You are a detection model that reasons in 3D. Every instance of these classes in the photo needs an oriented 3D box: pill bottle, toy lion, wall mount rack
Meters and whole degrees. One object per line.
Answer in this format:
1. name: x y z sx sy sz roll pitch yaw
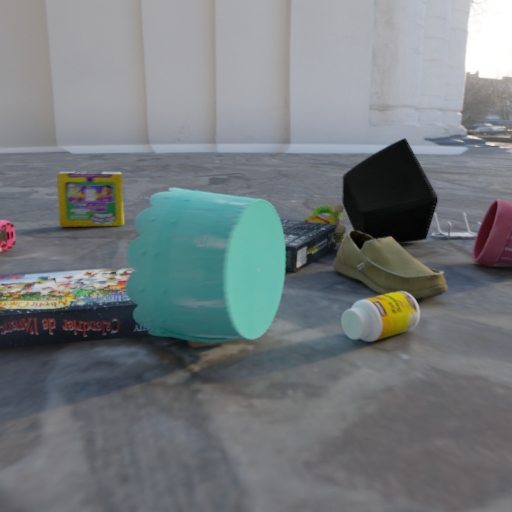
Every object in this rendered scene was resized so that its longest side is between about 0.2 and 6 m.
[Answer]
1. pill bottle: 1.656 0.822 7.519 1.023 0.559 0.559 -10 17 -32
2. toy lion: 1.531 -0.723 13.042 1.034 0.371 1.079 2 52 -1
3. wall mount rack: 4.861 -0.722 13.596 1.294 0.482 1.124 0 14 -2

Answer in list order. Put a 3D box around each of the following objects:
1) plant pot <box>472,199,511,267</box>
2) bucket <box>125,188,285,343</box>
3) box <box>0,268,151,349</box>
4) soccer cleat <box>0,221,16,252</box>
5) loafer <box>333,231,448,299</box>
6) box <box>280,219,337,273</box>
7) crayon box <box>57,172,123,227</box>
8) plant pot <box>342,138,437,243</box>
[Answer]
1. plant pot: 4.970 -0.309 10.782 1.157 1.293 1.293 20 19 10
2. bucket: -0.552 0.138 7.255 1.350 2.075 2.075 5 15 25
3. box: -2.637 0.689 8.143 2.646 0.499 1.807 -4 15 -14
4. soccer cleat: -5.701 -0.320 11.650 0.849 0.687 1.966 -1 15 -2
5. loafer: 2.213 0.120 9.670 0.930 0.825 2.446 -10 18 -33
6. box: 0.501 -0.283 11.730 1.745 0.565 2.213 9 17 27
7. crayon box: -4.294 -1.472 14.589 1.596 1.377 0.465 -1 14 -13
8. plant pot: 2.864 -1.267 12.615 1.560 1.754 1.758 -17 -29 -1
